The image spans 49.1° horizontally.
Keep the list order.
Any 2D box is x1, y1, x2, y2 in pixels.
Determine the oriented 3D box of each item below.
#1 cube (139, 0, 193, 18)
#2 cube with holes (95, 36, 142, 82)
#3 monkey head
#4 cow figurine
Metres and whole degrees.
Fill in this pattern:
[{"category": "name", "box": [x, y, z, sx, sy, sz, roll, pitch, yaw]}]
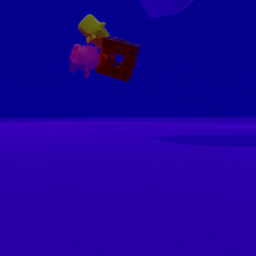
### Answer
[{"category": "cube", "box": [0.716, -2.766, 4.833, 1.134, 1.134, 1.134, -43, 26, -4]}, {"category": "cube with holes", "box": [-0.307, -2.457, 9.870, 1.198, 1.198, 1.198, 18, 22, 2]}, {"category": "monkey head", "box": [-1.430, -2.152, 9.110, 0.898, 1.490, 1.072, 18, -36, -10]}, {"category": "cow figurine", "box": [-1.122, -3.347, 9.914, 1.632, 0.896, 1.606, 35, 13, -50]}]
